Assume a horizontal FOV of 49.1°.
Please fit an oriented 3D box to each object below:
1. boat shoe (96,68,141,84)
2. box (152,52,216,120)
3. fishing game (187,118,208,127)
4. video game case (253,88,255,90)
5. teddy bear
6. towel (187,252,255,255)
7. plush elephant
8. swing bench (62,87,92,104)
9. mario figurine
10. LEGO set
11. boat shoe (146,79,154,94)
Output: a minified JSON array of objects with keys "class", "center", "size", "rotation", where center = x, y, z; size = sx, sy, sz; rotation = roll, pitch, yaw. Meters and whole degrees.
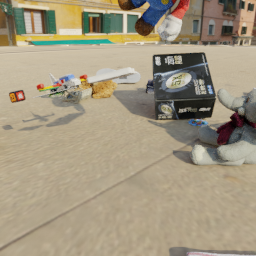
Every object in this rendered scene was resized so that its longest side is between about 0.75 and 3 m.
[{"class":"boat shoe","center":[-0.484,-2.589,14.270],"size":[2.250,0.772,0.637],"rotation":[4,8,-1]},{"class":"box","center":[1.706,-1.390,9.020],"size":[1.771,0.931,2.163],"rotation":[-2,52,4]},{"class":"fishing game","center":[2.114,-0.192,8.456],"size":[0.617,0.134,0.862],"rotation":[-2,18,-3]},{"class":"video game case","center":[6.191,-1.045,10.524],"size":[2.478,0.323,2.723],"rotation":[5,22,14]},{"class":"teddy bear","center":[-1.460,-1.958,12.276],"size":[1.833,0.844,2.528],"rotation":[-5,21,-9]},{"class":"towel","center":[1.463,1.912,2.417],"size":[1.625,0.332,2.221],"rotation":[2,20,3]},{"class":"plush elephant","center":[2.499,-0.135,5.976],"size":[2.215,1.715,1.824],"rotation":[10,22,25]},{"class":"swing bench","center":[-1.991,-1.310,10.948],"size":[0.855,0.555,0.851],"rotation":[15,24,24]},{"class":"mario figurine","center":[0.483,-2.339,4.616],"size":[1.432,1.229,2.319],"rotation":[18,-13,-21]},{"class":"LEGO set","center":[-1.077,-1.012,5.632],"size":[2.427,0.596,1.813],"rotation":[-13,9,8]},{"class":"boat shoe","center":[1.440,-1.811,12.158],"size":[1.341,0.622,0.501],"rotation":[1,20,3]}]
